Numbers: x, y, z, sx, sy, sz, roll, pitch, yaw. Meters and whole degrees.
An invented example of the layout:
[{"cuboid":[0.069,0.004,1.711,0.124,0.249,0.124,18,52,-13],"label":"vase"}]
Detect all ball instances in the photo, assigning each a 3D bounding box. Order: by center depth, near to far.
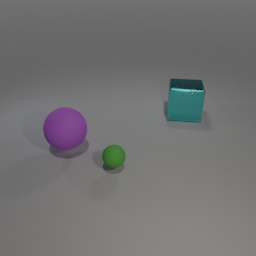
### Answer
[{"cuboid":[-0.420,0.846,8.375,0.700,0.700,0.700,0,29,0],"label":"ball"},{"cuboid":[-2.030,0.024,9.109,1.400,1.400,1.400,0,29,0],"label":"ball"}]

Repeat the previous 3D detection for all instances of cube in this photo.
[{"cuboid":[2.422,-1.201,11.908,1.400,1.400,1.400,4,28,7],"label":"cube"}]
